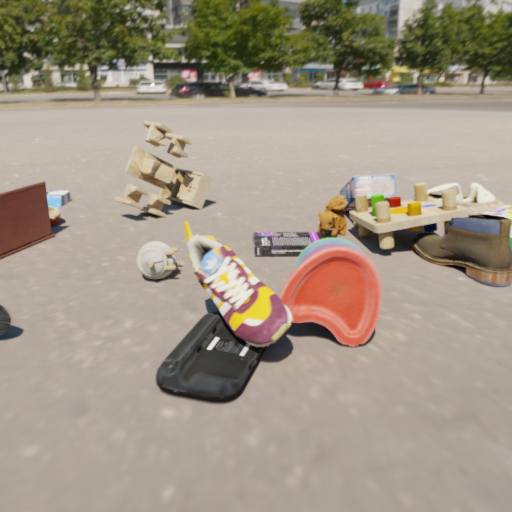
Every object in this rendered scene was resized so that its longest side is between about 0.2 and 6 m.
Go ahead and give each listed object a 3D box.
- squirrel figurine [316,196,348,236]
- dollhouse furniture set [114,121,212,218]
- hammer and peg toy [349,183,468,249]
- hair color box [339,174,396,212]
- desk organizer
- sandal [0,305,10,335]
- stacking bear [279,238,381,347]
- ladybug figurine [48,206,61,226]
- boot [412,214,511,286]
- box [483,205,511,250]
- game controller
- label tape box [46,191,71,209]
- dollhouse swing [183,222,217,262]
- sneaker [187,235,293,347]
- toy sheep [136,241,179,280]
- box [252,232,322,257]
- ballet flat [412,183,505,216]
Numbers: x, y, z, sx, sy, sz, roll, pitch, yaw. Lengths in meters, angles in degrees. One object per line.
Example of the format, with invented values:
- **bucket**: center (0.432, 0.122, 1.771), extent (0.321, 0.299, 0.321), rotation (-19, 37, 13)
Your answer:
- **squirrel figurine**: center (1.506, -0.837, 11.346), extent (0.608, 0.859, 0.802), rotation (16, 1, 24)
- **dollhouse furniture set**: center (-2.296, -1.932, 13.347), extent (1.353, 1.909, 2.079), rotation (19, -2, 41)
- **hammer and peg toy**: center (2.857, -0.916, 11.149), extent (1.843, 0.884, 2.506), rotation (-10, 14, -4)
- **hair color box**: center (2.470, -1.387, 12.603), extent (0.891, 0.539, 1.781), rotation (-4, -4, -1)
- **desk organizer**: center (-5.108, -0.543, 10.139), extent (1.083, 1.163, 3.020), rotation (6, 20, 18)
- **sandal**: center (-4.155, 0.638, 7.097), extent (2.167, 0.814, 0.519), rotation (2, 30, 4)
- **stacking bear**: center (1.021, 0.293, 7.819), extent (1.235, 1.156, 2.033), rotation (24, 8, -2)
- **ladybug figurine**: center (-4.671, -0.868, 12.389), extent (0.646, 0.342, 0.952), rotation (-14, 23, -35)
- **boot**: center (3.564, -0.339, 9.675), extent (0.829, 1.076, 2.220), rotation (-9, 20, -24)
- **box**: center (5.054, -0.462, 10.813), extent (2.555, 0.618, 1.499), rotation (-18, 25, -36)
- **game controller**: center (-0.430, 1.126, 6.589), extent (0.956, 0.386, 1.833), rotation (16, 22, 11)
- **label tape box**: center (-5.150, -1.419, 14.120), extent (0.642, 0.282, 0.891), rotation (1, 18, 2)
- **dollhouse swing**: center (-0.935, -0.245, 9.694), extent (0.618, 0.680, 0.598), rotation (-2, 63, -6)
- **sneaker**: center (-0.309, 0.381, 6.709), extent (0.705, 0.847, 1.880), rotation (-45, 37, -5)
- **toy sheep**: center (-1.625, 0.074, 9.145), extent (0.690, 0.690, 1.001), rotation (0, 2, -1)
- **box**: center (0.597, -0.228, 10.674), extent (1.339, 0.242, 0.957), rotation (1, 18, -1)
- **ballet flat**: center (4.749, -1.258, 12.840), extent (2.368, 0.796, 0.806), rotation (0, 19, -1)
